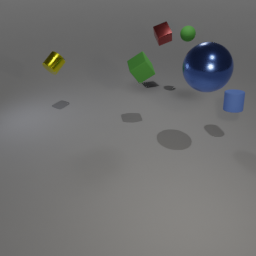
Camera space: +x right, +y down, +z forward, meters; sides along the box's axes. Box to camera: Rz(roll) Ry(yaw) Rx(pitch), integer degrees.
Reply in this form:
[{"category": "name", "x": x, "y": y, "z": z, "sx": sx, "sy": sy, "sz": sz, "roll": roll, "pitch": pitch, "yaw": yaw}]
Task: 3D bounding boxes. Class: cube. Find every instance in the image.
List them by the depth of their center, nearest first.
[{"category": "cube", "x": 0.479, "y": -2.211, "z": 10.235, "sx": 0.700, "sy": 0.700, "sz": 0.700, "roll": -29, "pitch": 43, "yaw": 18}, {"category": "cube", "x": 1.677, "y": -4.542, "z": 13.502, "sx": 0.700, "sy": 0.700, "sz": 0.700, "roll": -21, "pitch": 71, "yaw": 3}]

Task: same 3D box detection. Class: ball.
[{"category": "ball", "x": 2.252, "y": -1.712, "z": 7.943, "sx": 1.400, "sy": 1.400, "sz": 1.400, "roll": 0, "pitch": 30, "yaw": 0}, {"category": "ball", "x": 2.761, "y": -4.343, "z": 12.899, "sx": 0.700, "sy": 0.700, "sz": 0.700, "roll": 0, "pitch": 30, "yaw": 0}]

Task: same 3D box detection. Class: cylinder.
[{"category": "cylinder", "x": 3.857, "y": -0.988, "z": 10.203, "sx": 0.700, "sy": 0.700, "sz": 0.700, "roll": -2, "pitch": 21, "yaw": 1}, {"category": "cylinder", "x": -3.103, "y": -2.720, "z": 11.737, "sx": 0.700, "sy": 0.700, "sz": 0.700, "roll": 23, "pitch": 73, "yaw": 35}]
